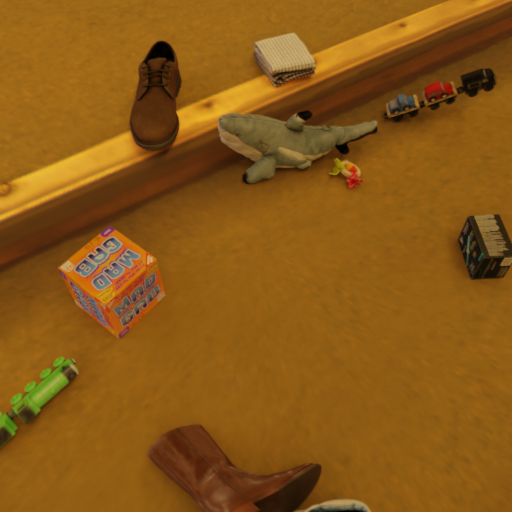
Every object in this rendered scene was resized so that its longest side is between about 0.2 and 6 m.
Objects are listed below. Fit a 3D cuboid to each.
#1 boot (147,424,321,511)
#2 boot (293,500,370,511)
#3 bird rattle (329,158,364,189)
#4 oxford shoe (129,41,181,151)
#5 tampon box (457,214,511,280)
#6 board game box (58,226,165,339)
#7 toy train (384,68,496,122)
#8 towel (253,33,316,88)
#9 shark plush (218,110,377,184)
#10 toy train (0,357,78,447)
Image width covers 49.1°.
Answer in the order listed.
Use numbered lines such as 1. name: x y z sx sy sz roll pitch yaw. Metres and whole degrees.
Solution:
1. boot: -0.332 2.972 8.125 1.882 0.649 2.019 -11 26 -40
2. boot: 0.434 3.678 7.385 2.228 1.065 0.820 -13 55 -9
3. bird rattle: 1.968 -1.789 11.794 0.770 0.434 0.628 31 42 17
4. oxford shoe: -2.312 -3.679 12.592 1.135 1.319 3.124 -2 56 -4
5. tampon box: 4.252 -0.166 10.376 0.618 0.733 0.978 -3 54 -2
6. board game box: -2.444 0.460 9.659 1.159 1.160 1.159 33 61 22
7. toy train: 4.020 -3.574 12.439 2.461 0.564 0.420 -15 58 23
8. towel: 0.700 -4.845 13.875 1.192 0.616 1.440 -17 54 -13
9. shark plush: 0.875 -2.406 11.613 3.269 1.362 1.485 5 54 3
10. toy train: -3.525 2.295 8.703 1.852 0.386 0.522 -44 30 -25
